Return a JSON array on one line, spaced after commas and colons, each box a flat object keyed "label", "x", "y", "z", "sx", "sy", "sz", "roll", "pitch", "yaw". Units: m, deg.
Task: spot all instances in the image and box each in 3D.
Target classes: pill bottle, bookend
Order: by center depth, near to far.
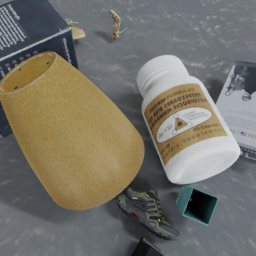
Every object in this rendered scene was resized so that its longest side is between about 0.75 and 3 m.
[{"label": "bookend", "x": 0.369, "y": 2.697, "z": 5.126, "sx": 0.513, "sy": 1.106, "sz": 1.113, "roll": 41, "pitch": 67, "yaw": -9}, {"label": "pill bottle", "x": 1.224, "y": -0.291, "z": 6.604, "sx": 1.631, "sy": 1.631, "sz": 2.852, "roll": -14, "pitch": 59, "yaw": -8}]

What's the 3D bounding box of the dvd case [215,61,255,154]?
[{"label": "dvd case", "x": 3.125, "y": -0.560, "z": 6.943, "sx": 1.802, "sy": 0.297, "sz": 2.398, "roll": 18, "pitch": 73, "yaw": 35}]

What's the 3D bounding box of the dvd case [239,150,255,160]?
[{"label": "dvd case", "x": 4.140, "y": 0.203, "z": 7.070, "sx": 2.462, "sy": 0.271, "sz": 1.797, "roll": 15, "pitch": 62, "yaw": 6}]

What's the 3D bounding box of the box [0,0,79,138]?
[{"label": "box", "x": -2.596, "y": -1.424, "z": 6.753, "sx": 2.468, "sy": 2.511, "sz": 1.556, "roll": -29, "pitch": 67, "yaw": -17}]

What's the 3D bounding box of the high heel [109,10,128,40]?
[{"label": "high heel", "x": -0.471, "y": -3.217, "z": 8.756, "sx": 0.586, "sy": 0.293, "sz": 0.822, "roll": -39, "pitch": 105, "yaw": 9}]

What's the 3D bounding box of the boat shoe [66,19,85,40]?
[{"label": "boat shoe", "x": -2.231, "y": -3.174, "z": 8.774, "sx": 1.874, "sy": 0.587, "sz": 0.687, "roll": 14, "pitch": 29, "yaw": 11}]

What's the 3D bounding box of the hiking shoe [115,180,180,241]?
[{"label": "hiking shoe", "x": 0.512, "y": 1.745, "z": 6.047, "sx": 1.586, "sy": 0.601, "sz": 0.798, "roll": 32, "pitch": 68, "yaw": 18}]

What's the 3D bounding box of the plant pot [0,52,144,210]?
[{"label": "plant pot", "x": -1.229, "y": -0.078, "z": 5.443, "sx": 2.341, "sy": 2.512, "sz": 2.341, "roll": -18, "pitch": 40, "yaw": 16}]

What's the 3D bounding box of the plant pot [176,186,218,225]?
[{"label": "plant pot", "x": 1.378, "y": 1.574, "z": 5.949, "sx": 0.588, "sy": 0.832, "sz": 0.588, "roll": 24, "pitch": 84, "yaw": -7}]
